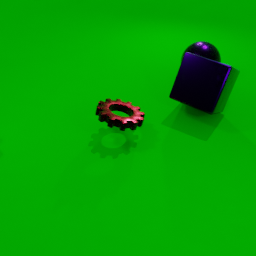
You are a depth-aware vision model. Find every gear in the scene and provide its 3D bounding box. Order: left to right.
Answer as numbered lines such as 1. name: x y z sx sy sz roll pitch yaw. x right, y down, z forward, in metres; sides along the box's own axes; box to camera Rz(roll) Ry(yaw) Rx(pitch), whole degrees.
1. gear: -0.200 -0.371 7.283 1.264 0.234 1.264 12 30 -7

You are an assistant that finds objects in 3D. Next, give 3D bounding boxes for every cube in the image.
1. cube: 2.178 -1.250 7.949 1.323 1.323 1.323 26 18 25

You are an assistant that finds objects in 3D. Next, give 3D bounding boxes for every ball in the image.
1. ball: 2.498 -2.287 9.650 1.352 1.352 1.352 0 38 0
